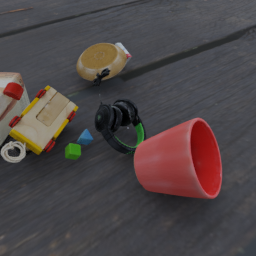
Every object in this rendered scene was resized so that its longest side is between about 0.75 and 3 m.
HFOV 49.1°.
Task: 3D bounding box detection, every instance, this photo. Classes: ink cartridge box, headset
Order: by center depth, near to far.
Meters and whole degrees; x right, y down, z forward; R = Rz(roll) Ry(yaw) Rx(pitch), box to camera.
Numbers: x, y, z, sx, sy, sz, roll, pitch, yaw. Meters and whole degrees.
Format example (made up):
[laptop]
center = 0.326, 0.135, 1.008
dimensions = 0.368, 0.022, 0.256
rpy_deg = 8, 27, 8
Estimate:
[headset]
center = -0.262, -0.447, 7.909
dimensions = 1.485, 1.130, 2.404
rpy_deg = -26, 80, -51
[ink cartridge box]
center = -0.310, -2.989, 11.418
dimensions = 0.786, 0.573, 0.325
rpy_deg = 52, 35, 7

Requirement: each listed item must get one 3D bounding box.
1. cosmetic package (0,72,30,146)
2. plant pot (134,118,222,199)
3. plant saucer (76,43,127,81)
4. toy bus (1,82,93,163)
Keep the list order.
[cosmetic package]
center = -4.204, -0.394, 8.115
dimensions = 1.489, 1.256, 2.880
rpy_deg = 2, 40, 7
[plant pot]
center = 1.124, 0.798, 6.565
dimensions = 1.576, 1.781, 1.781
rpy_deg = -14, 32, 35
[plant saucer]
center = -1.019, -2.543, 10.283
dimensions = 1.927, 0.341, 1.927
rpy_deg = -6, 54, 8
[toy bus]
center = -2.475, 0.025, 7.780
dimensions = 2.451, 1.267, 2.313
rpy_deg = -2, 62, -38
